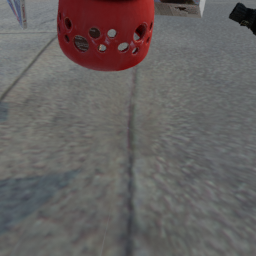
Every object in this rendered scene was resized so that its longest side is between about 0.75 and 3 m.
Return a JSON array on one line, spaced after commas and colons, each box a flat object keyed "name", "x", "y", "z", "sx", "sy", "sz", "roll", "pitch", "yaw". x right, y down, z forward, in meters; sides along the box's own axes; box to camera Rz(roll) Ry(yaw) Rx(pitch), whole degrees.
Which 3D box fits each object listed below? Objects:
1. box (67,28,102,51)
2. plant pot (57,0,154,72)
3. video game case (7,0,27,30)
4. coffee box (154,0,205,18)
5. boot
[{"name": "box", "x": -1.103, "y": -3.507, "z": 7.976, "sx": 1.049, "sy": 2.800, "sz": 1.402, "roll": 11, "pitch": 41, "yaw": -6}, {"name": "plant pot", "x": -0.419, "y": -2.608, "z": 5.979, "sx": 2.164, "sy": 1.971, "sz": 2.164, "roll": 6, "pitch": 52, "yaw": -8}, {"name": "video game case", "x": -3.022, "y": -3.504, "z": 7.218, "sx": 0.165, "sy": 1.310, "sz": 1.438, "roll": -29, "pitch": 86, "yaw": -21}, {"name": "coffee box", "x": 0.868, "y": -3.755, "z": 7.341, "sx": 2.325, "sy": 1.314, "sz": 0.928, "roll": 12, "pitch": 5, "yaw": 18}, {"name": "boot", "x": 3.127, "y": -2.822, "z": 6.896, "sx": 0.972, "sy": 1.300, "sz": 0.489, "roll": 35, "pitch": 81, "yaw": -3}]
